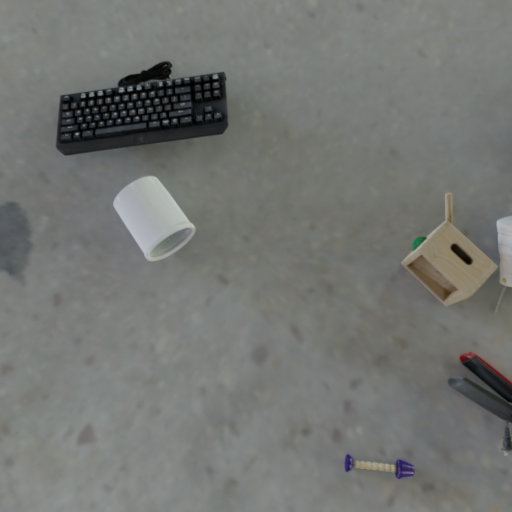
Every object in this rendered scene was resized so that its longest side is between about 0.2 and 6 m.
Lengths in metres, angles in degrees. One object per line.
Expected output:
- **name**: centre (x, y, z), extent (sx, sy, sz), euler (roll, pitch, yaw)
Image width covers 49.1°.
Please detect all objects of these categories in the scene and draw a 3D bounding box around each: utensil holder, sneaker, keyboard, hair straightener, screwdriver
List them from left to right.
- **keyboard**: centre (-2.290, -3.119, 11.266), extent (3.430, 0.440, 2.059), euler (-6, 60, 4)
- **utensil holder**: centre (-1.973, -0.714, 10.742), extent (1.092, 1.092, 1.285), euler (-36, 78, -7)
- **screwdriver**: centre (5.001, 0.224, 10.973), extent (0.276, 0.265, 1.898), euler (32, 80, -23)
- **hair straightener**: centre (4.755, 3.183, 10.158), extent (3.136, 0.642, 1.207), euler (41, 66, 2)
- **sneaker**: centre (5.664, -0.111, 10.787), extent (2.573, 0.948, 1.487), euler (-10, 106, -19)

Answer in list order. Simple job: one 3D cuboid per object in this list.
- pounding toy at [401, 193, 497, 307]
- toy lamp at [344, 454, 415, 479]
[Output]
- **pounding toy**: centre (3.553, -0.078, 10.400), extent (1.108, 1.434, 1.558), euler (-43, 81, -10)
- **toy lamp**: centre (2.243, 3.828, 10.175), extent (1.230, 0.358, 0.358), euler (8, 78, 3)
